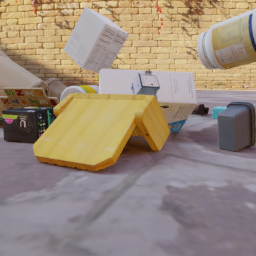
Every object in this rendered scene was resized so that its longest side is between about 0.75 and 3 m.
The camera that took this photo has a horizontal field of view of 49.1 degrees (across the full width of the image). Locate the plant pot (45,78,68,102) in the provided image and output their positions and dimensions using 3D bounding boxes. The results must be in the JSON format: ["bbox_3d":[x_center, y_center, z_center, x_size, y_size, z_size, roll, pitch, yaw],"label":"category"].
[{"bbox_3d":[-4.357,-2.061,17.831,1.653,1.905,1.905,23,19,24],"label":"plant pot"}]

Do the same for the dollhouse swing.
[{"bbox_3d":[-0.614,0.384,7.187,2.582,2.270,2.347,5,-30,27],"label":"dollhouse swing"}]

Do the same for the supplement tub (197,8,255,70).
[{"bbox_3d":[3.601,-2.844,9.265,1.604,1.604,2.222,-9,2,-42],"label":"supplement tub"}]

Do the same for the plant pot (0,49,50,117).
[{"bbox_3d":[-4.765,-1.494,11.243,2.624,2.867,2.867,25,15,9],"label":"plant pot"}]

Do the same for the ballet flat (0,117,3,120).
[{"bbox_3d":[-5.698,-0.944,13.208,0.977,0.965,2.869,3,11,18],"label":"ballet flat"}]

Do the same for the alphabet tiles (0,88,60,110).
[{"bbox_3d":[-3.289,-0.638,9.774,2.276,1.894,0.072,3,46,16],"label":"alphabet tiles"}]

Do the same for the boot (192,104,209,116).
[{"bbox_3d":[3.131,-1.009,14.640,1.802,0.579,1.679,10,1,30],"label":"boot"}]

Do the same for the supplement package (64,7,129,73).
[{"bbox_3d":[-1.209,-3.238,10.613,1.368,1.816,1.379,3,37,-53],"label":"supplement package"}]

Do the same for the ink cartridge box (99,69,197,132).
[{"bbox_3d":[0.493,-0.806,8.995,2.822,1.212,2.067,0,-25,-6],"label":"ink cartridge box"}]

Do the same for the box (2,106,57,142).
[{"bbox_3d":[-2.989,-0.162,8.825,1.125,0.942,1.515,3,10,15],"label":"box"}]

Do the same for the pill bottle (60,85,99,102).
[{"bbox_3d":[-1.959,-1.347,13.878,1.508,1.508,2.715,4,10,23],"label":"pill bottle"}]

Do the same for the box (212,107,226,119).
[{"bbox_3d":[5.000,-0.643,12.807,2.071,0.509,0.852,7,12,34],"label":"box"}]

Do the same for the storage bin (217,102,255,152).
[{"bbox_3d":[2.775,-0.002,7.465,0.839,1.250,0.909,-21,21,-38],"label":"storage bin"}]
